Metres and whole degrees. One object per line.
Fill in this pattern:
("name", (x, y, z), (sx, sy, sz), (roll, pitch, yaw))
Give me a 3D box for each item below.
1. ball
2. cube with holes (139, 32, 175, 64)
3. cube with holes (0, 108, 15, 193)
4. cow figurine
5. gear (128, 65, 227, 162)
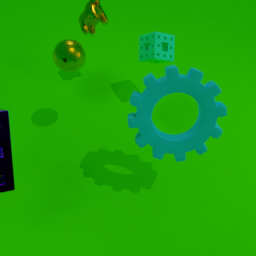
("ball", (-1.437, -1.766, 6.876), (0.801, 0.801, 0.801), (0, 50, 0))
("cube with holes", (0.841, -2.342, 8.264), (0.738, 0.738, 0.738), (-3, 7, -36))
("cube with holes", (-2.650, 0.351, 4.540), (1.261, 1.261, 1.261), (-6, 9, -30))
("cow figurine", (-1.097, -3.628, 8.468), (0.708, 1.290, 1.269), (-10, 73, -50))
("gear", (0.959, -0.264, 5.632), (1.900, 1.900, 0.351), (1, 20, 1))
